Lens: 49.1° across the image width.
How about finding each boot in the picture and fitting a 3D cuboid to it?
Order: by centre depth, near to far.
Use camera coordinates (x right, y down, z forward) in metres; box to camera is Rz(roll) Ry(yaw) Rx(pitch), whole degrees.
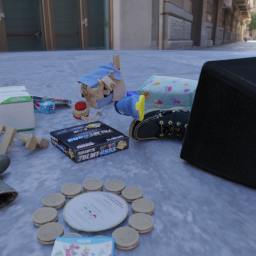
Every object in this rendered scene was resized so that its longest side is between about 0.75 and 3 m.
[{"bbox_3d":[-3.024,1.223,6.457,1.589,0.577,1.445,7,34,39],"label":"boot"},{"bbox_3d":[1.612,0.036,9.178,2.713,0.979,2.049,-15,27,-33],"label":"boot"}]

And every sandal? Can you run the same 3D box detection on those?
[{"bbox_3d":[0.037,-0.627,8.474,0.844,0.770,1.938,4,1,-7],"label":"sandal"}]

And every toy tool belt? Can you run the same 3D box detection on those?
[{"bbox_3d":[-0.898,-1.262,8.156,1.283,1.262,2.054,28,51,23],"label":"toy tool belt"}]

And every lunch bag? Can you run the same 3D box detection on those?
[{"bbox_3d":[1.945,-1.364,12.034,2.380,1.704,2.794,8,27,22],"label":"lunch bag"}]

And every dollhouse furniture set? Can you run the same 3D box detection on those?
[{"bbox_3d":[-3.428,0.638,8.584,1.252,1.073,1.317,10,-13,25],"label":"dollhouse furniture set"}]

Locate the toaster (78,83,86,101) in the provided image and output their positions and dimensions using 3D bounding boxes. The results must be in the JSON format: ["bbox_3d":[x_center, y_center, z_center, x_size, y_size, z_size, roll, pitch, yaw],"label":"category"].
[{"bbox_3d":[-1.645,-1.946,14.228,2.091,1.188,1.351,13,24,9],"label":"toaster"}]

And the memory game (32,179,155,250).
[{"bbox_3d":[-0.669,1.709,5.718,2.485,0.158,2.485,0,20,0],"label":"memory game"}]

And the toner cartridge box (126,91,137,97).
[{"bbox_3d":[0.448,-1.674,14.898,0.675,0.307,1.421,-5,21,-17],"label":"toner cartridge box"}]

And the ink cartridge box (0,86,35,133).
[{"bbox_3d":[-4.958,-0.797,11.124,2.108,1.194,2.876,-8,21,-22],"label":"ink cartridge box"}]

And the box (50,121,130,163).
[{"bbox_3d":[-1.251,0.371,9.010,1.913,0.475,1.899,-14,23,-33],"label":"box"}]

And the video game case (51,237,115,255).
[{"bbox_3d":[-0.721,2.200,4.134,0.992,0.123,1.386,0,27,0],"label":"video game case"}]

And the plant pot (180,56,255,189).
[{"bbox_3d":[3.422,-0.047,7.140,2.846,2.839,2.524,-13,34,-32],"label":"plant pot"}]

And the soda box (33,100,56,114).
[{"bbox_3d":[-3.963,-0.964,12.744,1.349,0.433,0.458,10,22,27],"label":"soda box"}]

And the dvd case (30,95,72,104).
[{"bbox_3d":[-3.764,-1.375,13.370,1.912,0.210,1.396,6,6,-26],"label":"dvd case"}]
